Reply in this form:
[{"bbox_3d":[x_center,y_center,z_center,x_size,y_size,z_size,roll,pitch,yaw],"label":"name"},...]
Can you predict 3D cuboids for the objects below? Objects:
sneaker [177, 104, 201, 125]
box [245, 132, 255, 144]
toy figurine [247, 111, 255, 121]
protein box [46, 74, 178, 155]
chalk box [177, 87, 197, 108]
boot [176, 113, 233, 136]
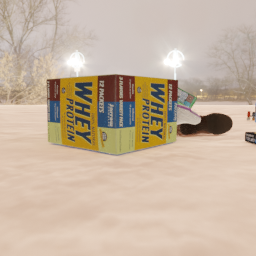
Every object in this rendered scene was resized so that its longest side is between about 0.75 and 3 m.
[{"bbox_3d":[1.112,-0.242,8.626,2.284,1.138,0.855,11,4,33],"label":"sneaker"},{"bbox_3d":[3.878,0.297,7.226,1.193,0.299,1.202,-2,7,-7],"label":"box"},{"bbox_3d":[6.765,-0.609,14.875,0.744,0.526,0.755,2,2,-38],"label":"toy figurine"},{"bbox_3d":[-0.383,-0.443,7.393,2.506,1.691,2.488,5,8,40],"label":"protein box"},{"bbox_3d":[2.244,-1.128,13.167,1.457,1.450,2.342,30,11,7],"label":"chalk box"},{"bbox_3d":[2.191,-0.146,9.811,2.047,0.705,2.196,-3,2,-15],"label":"boot"}]
